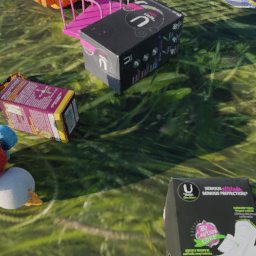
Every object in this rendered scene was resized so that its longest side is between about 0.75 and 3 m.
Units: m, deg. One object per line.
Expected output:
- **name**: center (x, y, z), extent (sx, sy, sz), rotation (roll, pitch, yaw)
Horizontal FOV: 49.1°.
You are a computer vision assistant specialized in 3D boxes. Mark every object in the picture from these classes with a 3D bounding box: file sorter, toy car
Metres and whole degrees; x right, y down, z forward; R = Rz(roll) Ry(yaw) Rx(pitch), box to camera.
- **file sorter**: center (-1.009, -4.654, 10.367), extent (1.859, 1.678, 2.676), rotation (23, 56, 16)
- **toy car**: center (-2.773, 1.259, 6.203), extent (1.870, 1.654, 1.724), rotation (39, 44, -6)

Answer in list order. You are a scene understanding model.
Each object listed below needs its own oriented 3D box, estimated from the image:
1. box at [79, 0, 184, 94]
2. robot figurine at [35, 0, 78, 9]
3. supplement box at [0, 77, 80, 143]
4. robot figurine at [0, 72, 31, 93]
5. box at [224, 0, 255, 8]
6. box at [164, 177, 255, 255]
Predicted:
- **box**: center (0.160, -2.732, 8.967), extent (2.889, 1.532, 1.766), rotation (-39, 61, -25)
- **robot figurine**: center (-2.470, -6.018, 11.427), extent (2.987, 1.742, 2.149), rotation (-40, 22, -26)
- **supplement box**: center (-2.317, -0.467, 7.458), extent (1.795, 1.175, 0.927), rotation (14, 52, 10)
- **robot figurine**: center (-3.643, -1.165, 8.452), extent (1.511, 0.440, 1.096), rotation (-35, 62, -24)
- **box**: center (1.986, -3.823, 6.446), extent (2.977, 0.957, 1.043), rotation (14, 17, -25)
- **box**: center (1.467, 2.272, 4.983), extent (1.439, 1.719, 2.315), rotation (1, 52, 0)
